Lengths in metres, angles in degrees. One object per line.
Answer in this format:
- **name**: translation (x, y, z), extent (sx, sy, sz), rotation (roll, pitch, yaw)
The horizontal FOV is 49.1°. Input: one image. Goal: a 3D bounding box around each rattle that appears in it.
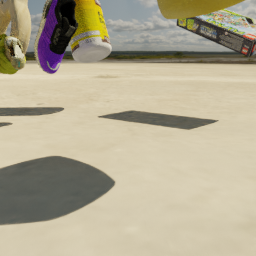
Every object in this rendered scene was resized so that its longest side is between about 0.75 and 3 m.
- **rattle**: translation (-3.211, -2.712, 6.225), extent (2.005, 2.807, 1.827), rotation (6, 5, -30)

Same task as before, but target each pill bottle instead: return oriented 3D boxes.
- **pill bottle**: translation (-1.466, -3.577, 9.482), extent (1.345, 2.463, 1.345), rotation (-15, -4, -1)

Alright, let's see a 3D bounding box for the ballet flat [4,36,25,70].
- **ballet flat**: translation (-2.262, -1.594, 5.621), extent (0.337, 0.337, 0.954), rotation (-9, 60, -29)

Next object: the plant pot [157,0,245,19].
- **plant pot**: translation (1.461, -2.752, 4.443), extent (1.471, 2.072, 2.072), rotation (16, 20, 21)

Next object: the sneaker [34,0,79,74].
- **sneaker**: translation (-1.806, -2.450, 7.326), extent (1.035, 2.082, 0.724), rotation (13, 7, 37)

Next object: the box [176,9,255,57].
- **box**: translation (2.962, -3.052, 8.470), extent (1.481, 0.467, 2.691), rotation (-28, 50, -29)
